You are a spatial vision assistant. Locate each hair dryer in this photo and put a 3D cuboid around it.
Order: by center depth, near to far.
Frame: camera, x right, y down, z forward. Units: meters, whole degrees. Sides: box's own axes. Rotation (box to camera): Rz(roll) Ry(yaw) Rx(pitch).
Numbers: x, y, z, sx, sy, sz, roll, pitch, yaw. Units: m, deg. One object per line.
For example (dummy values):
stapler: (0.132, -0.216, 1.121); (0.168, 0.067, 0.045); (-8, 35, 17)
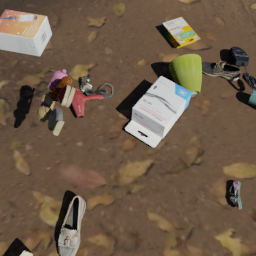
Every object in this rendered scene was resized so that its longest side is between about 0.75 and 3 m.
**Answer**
hair dryer: (-1.739, -1.355, 12.177); (1.673, 0.597, 2.197); (21, 63, 10)

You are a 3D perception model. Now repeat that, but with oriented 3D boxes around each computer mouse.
computer mouse: (5.325, -2.740, 12.943); (0.828, 0.481, 2.826); (5, 53, -14)

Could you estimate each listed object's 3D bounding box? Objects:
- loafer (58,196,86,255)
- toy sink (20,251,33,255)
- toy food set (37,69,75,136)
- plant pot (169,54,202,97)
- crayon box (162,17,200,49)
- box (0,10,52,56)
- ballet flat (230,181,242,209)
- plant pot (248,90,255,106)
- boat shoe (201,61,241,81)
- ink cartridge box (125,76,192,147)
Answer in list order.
loafer: (-1.928, 3.304, 9.418); (0.751, 0.657, 2.089); (7, 60, 4)
toy sink: (-3.208, 4.572, 8.591); (0.708, 0.824, 1.264); (26, 62, 15)
toy food set: (-2.226, -0.937, 8.493); (0.454, 2.884, 1.833); (23, 90, -26)
plant pot: (2.635, -2.185, 12.320); (1.452, 1.452, 1.552); (-7, 74, -4)
crayon box: (2.667, -4.760, 14.224); (1.151, 0.472, 1.831); (-23, 62, -12)
box: (-5.168, -4.676, 13.771); (2.197, 1.168, 1.673); (11, 60, 6)
ballet flat: (3.893, 2.423, 10.147); (0.388, 0.377, 1.091); (-2, 53, 20)
plant pot: (5.655, -1.227, 12.049); (0.772, 0.788, 0.788); (22, 62, 21)
boat shoe: (4.270, -2.785, 12.938); (1.916, 0.702, 0.714); (15, 61, 8)
ink cartridge box: (1.250, -0.715, 11.536); (1.581, 0.910, 2.729); (32, 62, 16)
